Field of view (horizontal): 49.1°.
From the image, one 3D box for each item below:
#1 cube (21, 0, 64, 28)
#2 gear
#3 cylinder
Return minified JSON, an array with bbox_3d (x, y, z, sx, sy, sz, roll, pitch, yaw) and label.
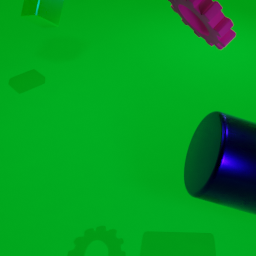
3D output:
[{"bbox_3d":[-2.722,-3.798,8.920,0.880,0.880,0.880,13,2,37],"label":"cube"},{"bbox_3d":[0.958,-1.525,3.775,0.204,1.102,1.102,-46,50,10],"label":"gear"},{"bbox_3d":[1.793,0.581,4.431,1.391,1.391,1.391,17,45,-6],"label":"cylinder"}]
